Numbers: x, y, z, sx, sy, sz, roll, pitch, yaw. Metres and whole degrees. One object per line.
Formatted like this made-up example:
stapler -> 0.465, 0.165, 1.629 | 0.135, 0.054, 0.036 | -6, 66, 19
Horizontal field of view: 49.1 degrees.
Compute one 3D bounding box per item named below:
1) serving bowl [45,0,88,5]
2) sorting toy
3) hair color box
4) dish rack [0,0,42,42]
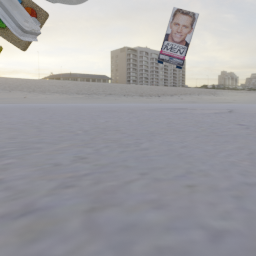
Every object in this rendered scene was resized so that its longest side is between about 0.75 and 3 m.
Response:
serving bowl -> -2.015, -3.426, 6.101 | 2.747, 0.904, 2.747 | 25, 12, -6
sorting toy -> -3.522, -2.996, 8.291 | 1.548, 2.077, 0.278 | 33, 5, -30
hair color box -> 1.716, -3.084, 9.689 | 0.934, 1.867, 0.565 | 17, 3, 5
dish rack -> -2.792, -2.902, 6.521 | 0.411, 1.890, 1.622 | -37, 13, 8
